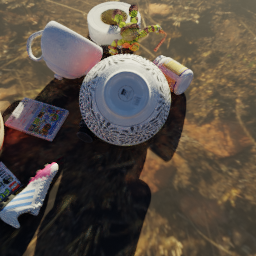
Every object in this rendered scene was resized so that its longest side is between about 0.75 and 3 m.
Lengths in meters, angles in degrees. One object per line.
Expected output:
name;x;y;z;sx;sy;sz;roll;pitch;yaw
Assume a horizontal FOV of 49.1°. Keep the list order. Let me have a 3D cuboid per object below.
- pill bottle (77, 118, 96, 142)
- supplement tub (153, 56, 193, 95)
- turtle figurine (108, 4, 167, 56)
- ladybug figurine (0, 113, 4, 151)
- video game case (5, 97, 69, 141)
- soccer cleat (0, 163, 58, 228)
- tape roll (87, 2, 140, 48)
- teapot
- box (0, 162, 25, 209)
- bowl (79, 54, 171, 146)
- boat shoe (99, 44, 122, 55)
pill bottle;-1.055;-0.196;8.481;0.681;0.681;1.218;17;57;11
supplement tub;1.441;-1.797;9.418;1.254;0.912;0.912;39;64;23
turtle figurine;-0.038;-3.406;9.992;2.510;0.808;2.024;-22;64;15
ladybug figurine;-4.457;0.267;7.952;1.930;1.023;2.843;-14;57;-9
video game case;-2.868;-0.306;8.878;1.638;0.148;1.173;17;57;11
soccer cleat;-2.404;1.747;7.287;0.807;0.653;1.869;43;65;4
tape roll;-0.542;-4.093;11.074;2.087;0.730;2.087;0;56;0
teapot;-2.074;-2.417;9.422;1.620;2.190;2.218;-60;37;10
box;-3.784;1.885;7.280;1.063;0.335;1.931;38;64;22
bowl;-0.062;-0.822;7.499;2.658;1.248;2.658;0;89;-1
boat shoe;-0.679;-2.952;10.514;0.914;0.296;0.329;14;102;5
